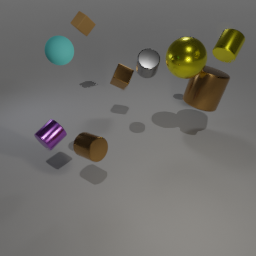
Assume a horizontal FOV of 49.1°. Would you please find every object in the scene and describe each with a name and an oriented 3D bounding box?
[{"bbox_3d":[2.996,-1.550,10.817,1.400,1.400,1.400,13,27,-7],"label":"cylinder"},{"bbox_3d":[-0.260,-2.120,11.652,0.700,0.700,0.700,23,72,-9],"label":"cube"},{"bbox_3d":[2.927,-2.386,8.147,0.700,0.700,0.700,24,78,34],"label":"cylinder"},{"bbox_3d":[-2.361,0.207,8.554,0.700,0.700,0.700,25,62,36],"label":"cylinder"},{"bbox_3d":[-2.068,-4.798,12.889,0.700,0.700,0.700,43,8,38],"label":"cube"},{"bbox_3d":[-1.033,0.519,7.754,0.700,0.700,0.700,15,32,40],"label":"cylinder"},{"bbox_3d":[-1.670,-1.885,6.823,0.700,0.700,0.700,0,30,0],"label":"ball"},{"bbox_3d":[0.630,-2.037,8.885,0.700,0.700,0.700,0,-15,-2],"label":"cylinder"},{"bbox_3d":[1.979,-2.382,9.538,1.400,1.400,1.400,0,30,0],"label":"ball"}]
